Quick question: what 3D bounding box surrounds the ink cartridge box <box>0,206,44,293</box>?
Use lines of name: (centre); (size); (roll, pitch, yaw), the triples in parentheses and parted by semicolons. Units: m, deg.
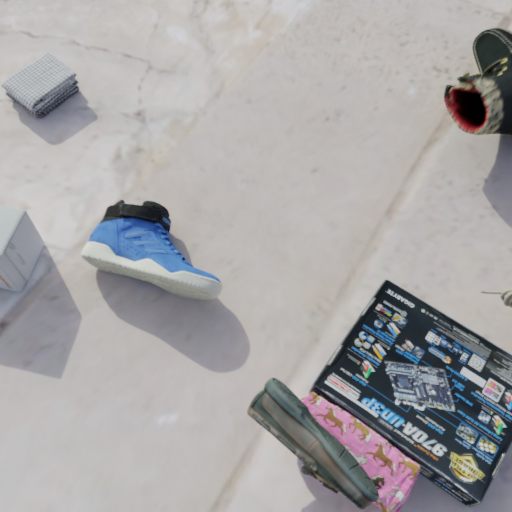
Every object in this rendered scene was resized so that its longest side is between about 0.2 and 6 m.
ink cartridge box: (-4.291, -0.183, 8.830); (1.393, 1.012, 1.007); (12, 60, 6)

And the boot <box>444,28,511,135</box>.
boot: (4.233, -3.188, 10.117); (2.053, 0.981, 2.718); (-3, 63, -29)

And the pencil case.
pencil case: (1.243, 2.613, 7.450); (1.843, 0.797, 0.763); (31, 59, 16)

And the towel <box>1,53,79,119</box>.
towel: (-4.128, -3.283, 10.832); (0.972, 0.502, 1.174); (37, 69, 20)

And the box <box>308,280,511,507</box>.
box: (2.392, 1.841, 7.969); (2.605, 0.599, 2.071); (32, 66, 16)

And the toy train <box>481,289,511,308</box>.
toy train: (4.483, 1.194, 8.220); (2.306, 0.976, 1.334); (1, 75, 1)

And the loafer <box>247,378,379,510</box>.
loafer: (0.661, 2.382, 6.932); (0.599, 0.684, 1.904); (-47, 65, 5)

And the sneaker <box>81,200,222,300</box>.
sneaker: (-1.491, -0.194, 8.906); (2.343, 0.899, 1.303); (15, 71, 16)
